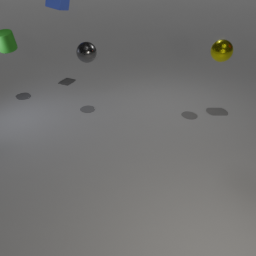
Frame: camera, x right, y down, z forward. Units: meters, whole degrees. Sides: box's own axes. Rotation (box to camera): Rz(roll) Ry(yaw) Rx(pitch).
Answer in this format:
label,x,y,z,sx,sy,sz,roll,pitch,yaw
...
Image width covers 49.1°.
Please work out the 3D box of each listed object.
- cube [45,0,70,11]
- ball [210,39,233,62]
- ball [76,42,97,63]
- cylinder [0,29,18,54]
label,x,y,z,sx,sy,sz,roll,pitch,yaw
cube,-2.848,-5.226,11.381,0.700,0.700,0.700,21,27,14
ball,2.989,-2.459,8.926,0.700,0.700,0.700,0,30,0
ball,-1.430,-2.611,9.666,0.700,0.700,0.700,0,30,0
cylinder,-4.751,-3.374,10.884,0.700,0.700,0.700,-3,43,3
